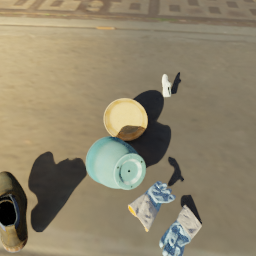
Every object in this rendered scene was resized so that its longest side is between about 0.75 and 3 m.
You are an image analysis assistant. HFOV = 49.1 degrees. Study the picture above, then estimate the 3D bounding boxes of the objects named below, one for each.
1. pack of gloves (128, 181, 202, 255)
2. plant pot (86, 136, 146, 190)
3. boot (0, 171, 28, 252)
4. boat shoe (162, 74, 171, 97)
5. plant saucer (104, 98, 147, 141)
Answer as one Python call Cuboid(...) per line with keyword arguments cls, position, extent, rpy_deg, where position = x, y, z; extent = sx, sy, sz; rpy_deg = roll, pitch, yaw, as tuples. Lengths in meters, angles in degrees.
Cuboid(cls="pack of gloves", position=(0.786, 1.986, 6.080), extent=(1.455, 0.342, 1.732), rpy_deg=(53, 30, 10))
Cuboid(cls="plant pot", position=(-0.230, 0.922, 6.843), extent=(1.274, 1.274, 1.197), rpy_deg=(-25, 19, -23))
Cuboid(cls="boot", position=(-2.594, 1.572, 6.135), extent=(0.741, 0.962, 1.984), rpy_deg=(-13, 52, -24))
Cuboid(cls="boat shoe", position=(1.336, -1.426, 9.443), extent=(0.274, 0.769, 0.268), rpy_deg=(5, 20, 33))
Cuboid(cls="plant saucer", position=(-0.064, -0.263, 8.381), extent=(1.302, 1.302, 0.231), rpy_deg=(6, 18, 6))
